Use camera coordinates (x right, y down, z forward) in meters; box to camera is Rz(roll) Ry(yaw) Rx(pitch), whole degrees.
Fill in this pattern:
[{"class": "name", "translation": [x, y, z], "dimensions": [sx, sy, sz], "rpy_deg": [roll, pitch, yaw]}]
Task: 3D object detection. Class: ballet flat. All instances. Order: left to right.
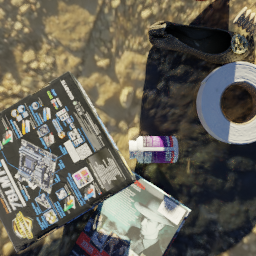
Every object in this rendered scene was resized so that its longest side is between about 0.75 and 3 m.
[{"class": "ballet flat", "translation": [1.885, -2.317, 7.313], "dimensions": [2.744, 0.636, 0.924], "rpy_deg": [12, 77, 0]}]

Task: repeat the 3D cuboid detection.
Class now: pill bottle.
[{"class": "pill bottle", "translation": [0.636, 0.551, 7.125], "dimensions": [1.207, 0.679, 0.679], "rpy_deg": [0, 86, 0]}]

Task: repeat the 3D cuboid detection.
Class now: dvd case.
[{"class": "dvd case", "translation": [-0.067, 2.612, 6.718], "dimensions": [2.052, 0.309, 2.811], "rpy_deg": [29, 88, 28]}]

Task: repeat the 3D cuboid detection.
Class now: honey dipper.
[{"class": "honey dipper", "translation": [4.049, -2.240, 7.464], "dimensions": [2.694, 0.512, 0.512], "rpy_deg": [34, 87, -2]}]

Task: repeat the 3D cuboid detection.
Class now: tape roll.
[{"class": "tape roll", "translation": [2.820, -0.630, 7.236], "dimensions": [2.122, 0.388, 2.122], "rpy_deg": [0, 90, -5]}]

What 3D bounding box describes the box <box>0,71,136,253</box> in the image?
[{"class": "box", "translation": [-1.818, 0.703, 6.433], "dimensions": [2.973, 0.744, 2.995], "rpy_deg": [-32, 79, 2]}]
